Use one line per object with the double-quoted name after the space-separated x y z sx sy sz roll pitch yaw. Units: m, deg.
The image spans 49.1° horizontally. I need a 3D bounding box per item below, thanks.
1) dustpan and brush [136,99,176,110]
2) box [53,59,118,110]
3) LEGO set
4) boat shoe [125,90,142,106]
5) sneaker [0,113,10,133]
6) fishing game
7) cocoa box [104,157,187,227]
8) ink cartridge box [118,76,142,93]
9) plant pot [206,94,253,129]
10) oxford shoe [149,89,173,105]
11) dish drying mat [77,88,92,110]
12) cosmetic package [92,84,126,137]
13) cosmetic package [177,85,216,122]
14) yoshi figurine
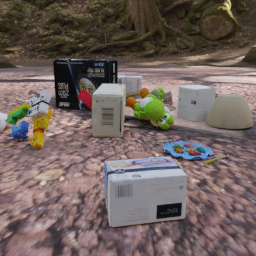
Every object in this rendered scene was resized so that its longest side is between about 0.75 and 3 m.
1.095 -1.159 13.384 2.190 0.627 1.528 -12 20 -37 "dustpan and brush"
-2.034 -2.142 13.676 2.893 2.369 1.246 5 16 16 "box"
-3.061 0.062 8.304 2.712 1.113 1.035 -22 -32 25 "LEGO set"
-0.403 -1.640 14.612 2.818 0.887 1.028 4 16 16 "boat shoe"
-4.618 -0.271 10.190 0.925 0.787 2.090 3 10 -35 "sneaker"
1.688 0.550 7.953 1.430 0.310 1.997 -6 16 -31 "fishing game"
0.265 1.080 4.953 1.312 0.875 0.861 -3 16 -11 "cocoa box"
-0.081 -2.405 16.552 1.807 1.308 0.759 2 16 6 "ink cartridge box"
3.908 -0.716 10.759 1.703 1.143 1.703 -2 14 0 "plant pot"
1.343 -1.706 14.927 2.223 0.831 0.783 7 20 25 "oxford shoe"
-1.606 -1.118 12.136 0.489 1.273 0.116 -55 26 -18 "dish drying mat"
-0.634 -0.761 10.432 1.020 1.510 2.871 2 17 1 "cosmetic package"
2.848 -1.068 11.731 1.106 1.341 1.105 -9 18 -30 "cosmetic package"
0.836 -0.849 10.747 1.395 1.400 2.492 -1 25 -27 "yoshi figurine"
